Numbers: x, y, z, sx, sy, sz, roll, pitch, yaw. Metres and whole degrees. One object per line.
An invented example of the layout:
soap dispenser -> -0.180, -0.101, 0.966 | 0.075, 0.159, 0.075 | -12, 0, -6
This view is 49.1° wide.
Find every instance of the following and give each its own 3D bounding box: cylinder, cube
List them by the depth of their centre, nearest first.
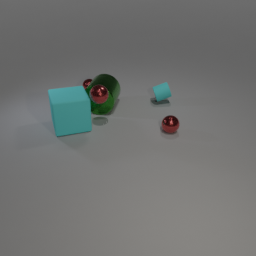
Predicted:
cube -> -2.281, -0.696, 11.005 | 1.400, 1.400, 1.400 | -9, 32, -17
cylinder -> -1.146, -1.507, 12.390 | 1.400, 1.400, 1.400 | 6, 32, 9
cylinder -> 1.566, -1.666, 12.893 | 0.700, 0.700, 0.700 | -20, 31, 7

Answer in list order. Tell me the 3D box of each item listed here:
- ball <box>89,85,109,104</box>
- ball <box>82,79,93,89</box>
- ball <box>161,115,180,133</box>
ball -> -1.061, -1.234, 10.273 | 0.700, 0.700, 0.700 | 0, 31, 0
ball -> -1.934, -2.117, 14.040 | 0.700, 0.700, 0.700 | 0, 31, 0
ball -> 1.643, -0.146, 10.838 | 0.700, 0.700, 0.700 | 0, 31, 0
